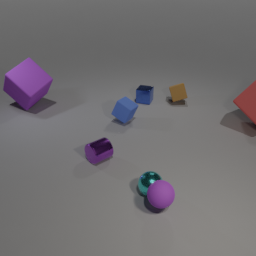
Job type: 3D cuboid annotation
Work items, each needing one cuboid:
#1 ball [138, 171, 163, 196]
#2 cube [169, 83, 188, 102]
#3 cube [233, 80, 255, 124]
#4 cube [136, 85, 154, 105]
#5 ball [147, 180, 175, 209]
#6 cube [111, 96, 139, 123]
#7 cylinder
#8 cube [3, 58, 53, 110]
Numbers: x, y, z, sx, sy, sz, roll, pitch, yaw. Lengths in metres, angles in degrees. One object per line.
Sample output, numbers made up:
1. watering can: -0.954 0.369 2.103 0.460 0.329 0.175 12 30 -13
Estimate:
1. ball: 0.625 1.543 7.742 0.700 0.700 0.700 0 29 0
2. cube: 2.366 -1.687 13.228 0.700 0.700 0.700 -15 9 11
3. cube: 5.032 -1.007 10.674 1.400 1.400 1.400 48 18 11
4. cube: 0.809 -1.607 13.491 0.700 0.700 0.700 9 30 17
5. ball: 0.831 1.669 7.066 0.700 0.700 0.700 0 29 0
6. cube: -0.122 -0.743 11.391 0.700 0.700 0.700 36 34 12
7. cylinder: -0.953 0.744 9.194 0.700 0.700 0.700 -23 36 -35
8. cube: -4.410 -1.914 12.333 1.400 1.400 1.400 43 56 -5
